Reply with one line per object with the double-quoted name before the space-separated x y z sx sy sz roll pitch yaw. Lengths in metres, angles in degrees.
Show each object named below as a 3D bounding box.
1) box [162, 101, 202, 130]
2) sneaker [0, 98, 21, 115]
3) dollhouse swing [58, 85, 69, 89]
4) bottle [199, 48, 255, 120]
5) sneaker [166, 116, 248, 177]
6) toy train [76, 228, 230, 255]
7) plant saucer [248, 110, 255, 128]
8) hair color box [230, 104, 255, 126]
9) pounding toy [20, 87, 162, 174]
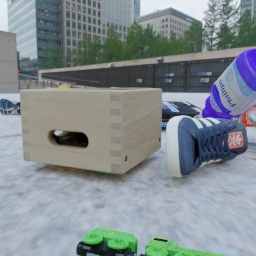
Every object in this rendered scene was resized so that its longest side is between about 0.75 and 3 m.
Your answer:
"box" 1.138 -0.477 9.253 2.388 0.598 2.406 -1 15 -4
"sneaker" -4.975 -0.879 12.581 1.869 0.720 0.796 11 2 19
"dollhouse swing" -3.711 -1.457 13.820 1.354 1.310 1.490 -6 11 -34
"bottle" 2.282 -0.719 6.158 0.725 0.928 2.221 -13 -21 -19
"sneaker" 1.315 0.200 4.367 0.980 0.869 2.319 0 7 28
"toy train" 0.276 0.901 1.884 1.310 0.273 0.369 3 -1 19
"plant saucer" 3.403 0.136 5.266 2.221 0.558 2.221 4 16 -1
"hair color box" 4.515 -0.493 9.286 2.468 0.756 1.253 2 9 5
"pounding toy" -0.607 -0.120 5.193 2.401 1.251 2.733 4 9 24
